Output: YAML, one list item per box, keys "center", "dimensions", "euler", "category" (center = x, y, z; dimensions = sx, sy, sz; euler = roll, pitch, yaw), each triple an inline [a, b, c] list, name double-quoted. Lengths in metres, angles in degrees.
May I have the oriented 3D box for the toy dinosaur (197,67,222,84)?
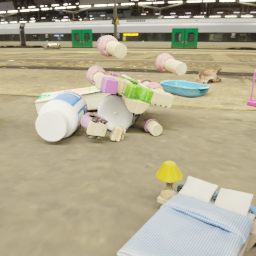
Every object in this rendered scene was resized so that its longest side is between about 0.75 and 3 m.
- center: [4.524, -2.965, 15.798]
  dimensions: [1.357, 0.859, 2.002]
  euler: [-3, 13, 12]
  category: "toy dinosaur"

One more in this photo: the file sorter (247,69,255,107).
- center: [5.968, -1.427, 10.081]
  dimensions: [1.699, 1.533, 2.445]
  euler: [-12, 22, -30]
  category: "file sorter"

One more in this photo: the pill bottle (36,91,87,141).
- center: [-1.793, -0.333, 7.616]
  dimensions: [1.051, 1.051, 1.873]
  euler: [2, 18, 5]
  category: "pill bottle"

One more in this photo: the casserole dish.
- center: [2.578, -1.814, 12.874]
  dimensions: [1.491, 0.477, 2.461]
  euler: [-14, 23, -36]
  category: "casserole dish"

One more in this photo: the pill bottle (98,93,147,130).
- center: [-0.029, -0.688, 8.604]
  dimensions: [1.091, 1.091, 2.054]
  euler: [7, 20, 19]
  category: "pill bottle"

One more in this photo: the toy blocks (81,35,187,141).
- center: [-0.103, -1.111, 7.793]
  dimensions: [2.298, 2.459, 2.070]
  euler: [9, 18, -28]
  category: "toy blocks"

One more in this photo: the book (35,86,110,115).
- center: [-1.860, -1.122, 10.495]
  dimensions: [2.799, 0.673, 1.870]
  euler: [-9, 19, -5]
  category: "book"

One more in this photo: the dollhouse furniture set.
- center: [0.939, 0.965, 2.683]
  dimensions: [2.719, 1.774, 2.567]
  euler: [13, 23, 35]
  category: "dollhouse furniture set"
